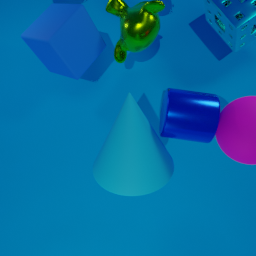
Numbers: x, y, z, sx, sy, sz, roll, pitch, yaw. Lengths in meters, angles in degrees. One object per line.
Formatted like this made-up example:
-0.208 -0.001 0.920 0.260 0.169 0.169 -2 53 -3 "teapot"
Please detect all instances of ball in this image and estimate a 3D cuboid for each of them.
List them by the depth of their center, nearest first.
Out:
2.298 0.042 5.240 1.276 1.276 1.276 0 70 0 "ball"

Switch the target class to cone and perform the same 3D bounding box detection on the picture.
0.063 0.083 5.183 1.630 1.637 1.630 -2 34 2 "cone"

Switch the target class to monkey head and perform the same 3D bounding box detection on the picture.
0.084 -2.633 7.030 1.394 1.937 1.167 24 44 -23 "monkey head"

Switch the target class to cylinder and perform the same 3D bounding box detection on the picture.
1.137 -0.235 5.334 0.944 0.944 0.944 8 70 0 "cylinder"

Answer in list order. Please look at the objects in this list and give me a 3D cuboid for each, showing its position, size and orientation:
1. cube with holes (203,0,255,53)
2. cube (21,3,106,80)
2.894 -3.066 7.089 1.351 1.351 1.351 -35 71 10 "cube with holes"
-1.658 -2.288 7.373 1.323 1.323 1.323 22 68 38 "cube"
